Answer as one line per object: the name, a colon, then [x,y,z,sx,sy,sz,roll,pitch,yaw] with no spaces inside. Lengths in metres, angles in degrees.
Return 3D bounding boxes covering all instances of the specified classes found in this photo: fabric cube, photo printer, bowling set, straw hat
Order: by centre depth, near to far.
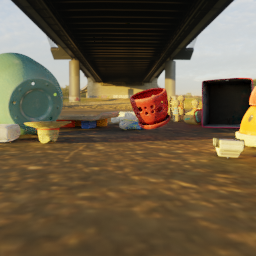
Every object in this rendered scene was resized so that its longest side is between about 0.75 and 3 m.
straw hat: [-2.085,0.121,7.345,1.293,0.547,1.293,-2,-1,0]
photo printer: [-3.757,0.136,7.649,1.297,0.451,1.079,-1,6,-5]
fabric cube: [4.415,-1.067,12.294,2.016,2.055,2.049,1,5,25]
bowling set: [2.616,-1.143,16.159,1.971,1.520,2.832,-4,6,-40]

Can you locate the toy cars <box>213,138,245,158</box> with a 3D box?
toy cars: [2.129,0.419,4.803,0.884,0.437,1.972,2,0,-29]

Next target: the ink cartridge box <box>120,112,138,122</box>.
ink cartridge box: [0.040,-0.629,15.772,0.962,0.563,1.331,0,4,-2]

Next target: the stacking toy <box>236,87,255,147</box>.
stacking toy: [3.636,-1.008,6.381,2.160,2.957,2.160,0,4,0]

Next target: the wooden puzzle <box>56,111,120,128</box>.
wooden puzzle: [-1.956,-0.326,12.472,2.711,0.628,2.511,-3,3,17]

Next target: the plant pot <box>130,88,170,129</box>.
plant pot: [0.757,-0.634,9.229,1.225,1.115,1.225,-12,21,5]

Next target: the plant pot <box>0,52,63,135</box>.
plant pot: [-3.402,-0.991,9.166,2.693,2.693,2.161,-4,20,-39]

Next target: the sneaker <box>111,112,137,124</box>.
sneaker: [-0.081,-0.446,14.150,1.559,0.586,0.690,3,-6,40]

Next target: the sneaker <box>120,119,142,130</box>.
sneaker: [0.193,-0.138,11.071,0.572,0.412,1.089,5,6,44]

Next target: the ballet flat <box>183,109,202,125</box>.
ballet flat: [3.871,-0.650,14.263,2.812,0.965,0.886,-4,-6,-41]
